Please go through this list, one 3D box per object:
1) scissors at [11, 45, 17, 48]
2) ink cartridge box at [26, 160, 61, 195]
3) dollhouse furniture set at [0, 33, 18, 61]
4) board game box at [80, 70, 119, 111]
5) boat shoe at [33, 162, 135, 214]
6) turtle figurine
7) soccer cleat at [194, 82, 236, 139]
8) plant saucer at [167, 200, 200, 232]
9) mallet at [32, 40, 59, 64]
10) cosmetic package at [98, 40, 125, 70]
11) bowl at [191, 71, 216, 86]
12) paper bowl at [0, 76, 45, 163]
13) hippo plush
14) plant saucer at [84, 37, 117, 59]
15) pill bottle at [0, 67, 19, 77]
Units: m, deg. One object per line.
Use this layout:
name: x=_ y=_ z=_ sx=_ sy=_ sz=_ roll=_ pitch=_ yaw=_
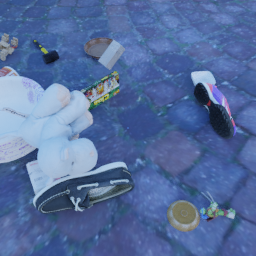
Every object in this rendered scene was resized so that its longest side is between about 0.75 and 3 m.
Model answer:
scissors: x=-5.628 y=-3.807 z=13.481 sx=0.279 sy=0.053 sz=0.764 roll=14 pitch=48 yaw=10
ink cartridge box: x=-2.500 y=1.461 z=8.402 sx=0.797 sy=0.450 sz=1.088 roll=-16 pitch=45 yaw=-22
dollhouse furniture set: x=-6.056 y=-3.770 z=13.135 sx=1.330 sy=0.866 sz=1.222 roll=22 pitch=52 yaw=-8
board game box: x=-1.106 y=-1.337 z=10.635 sx=1.939 sy=1.016 sz=0.227 roll=-36 pitch=58 yaw=-27
boat shoe: x=-1.171 y=1.790 z=7.765 sx=2.797 sy=1.057 sz=0.844 roll=-22 pitch=49 yaw=-12
turtle figurine: x=2.483 y=2.149 z=7.764 sx=0.868 sy=0.644 sz=0.895 roll=12 pitch=53 yaw=5
soccer cleat: x=3.356 y=-0.720 z=10.236 sx=0.958 sy=0.892 sz=2.617 roll=-2 pitch=48 yaw=-22
plant saucer: x=1.559 y=2.412 z=7.839 sx=0.933 sy=0.165 sz=0.933 roll=0 pitch=49 yaw=0
mallet: x=-4.071 y=-3.623 z=13.146 sx=0.725 sy=0.453 sz=2.202 roll=-37 pitch=53 yaw=-24
cosmetic package: x=-0.596 y=-2.668 z=10.282 sx=0.437 sy=0.517 sz=0.968 roll=37 pitch=98 yaw=16
bowl: x=3.108 y=-1.965 z=11.650 sx=0.886 sy=0.331 sz=0.888 roll=-6 pitch=48 yaw=-5
paper bowl: x=-3.954 y=-0.189 z=9.171 sx=2.957 sy=1.538 sz=2.957 roll=-1 pitch=52 yaw=1
hippo plush: x=-1.781 y=0.178 z=7.333 sx=2.584 sy=2.059 sz=2.078 roll=4 pitch=34 yaw=-39
plant saucer: x=-1.240 y=-3.730 z=13.251 sx=1.658 sy=0.303 sz=1.658 roll=0 pitch=48 yaw=0
pill bottle: x=-5.071 y=-1.651 z=10.993 sx=0.882 sy=0.882 sz=1.573 roll=21 pitch=51 yaw=18
